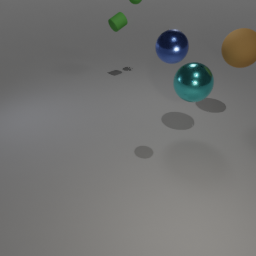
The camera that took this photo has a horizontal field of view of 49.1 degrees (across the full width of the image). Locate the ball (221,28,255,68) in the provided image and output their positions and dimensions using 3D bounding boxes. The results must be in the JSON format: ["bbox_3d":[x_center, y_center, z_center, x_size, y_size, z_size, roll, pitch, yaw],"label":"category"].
[{"bbox_3d":[4.162,-2.919,10.266,1.400,1.400,1.400,0,31,0],"label":"ball"}]

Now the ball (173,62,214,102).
[{"bbox_3d":[2.303,-1.607,9.885,1.400,1.400,1.400,0,31,0],"label":"ball"}]

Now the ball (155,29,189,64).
[{"bbox_3d":[0.926,-1.708,5.897,0.700,0.700,0.700,0,31,0],"label":"ball"}]

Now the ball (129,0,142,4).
[{"bbox_3d":[0.364,-6.298,13.398,0.700,0.700,0.700,0,31,0],"label":"ball"}]

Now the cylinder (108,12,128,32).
[{"bbox_3d":[-0.501,-5.261,13.896,0.700,0.700,0.700,-41,44,-13],"label":"cylinder"}]
